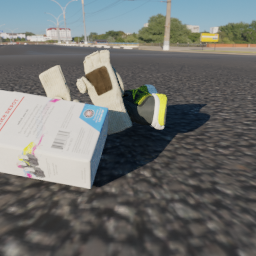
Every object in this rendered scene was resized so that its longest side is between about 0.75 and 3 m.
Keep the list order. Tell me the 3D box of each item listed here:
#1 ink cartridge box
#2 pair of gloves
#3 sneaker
[{"bbox_3d":[-1.650,0.135,5.093,2.363,0.802,1.361,10,44,3],"label":"ink cartridge box"},{"bbox_3d":[-1.051,-0.623,6.211,2.112,1.796,0.370,-10,6,27],"label":"pair of gloves"},{"bbox_3d":[0.174,-0.713,7.610,1.218,1.072,2.878,8,8,-12],"label":"sneaker"}]
